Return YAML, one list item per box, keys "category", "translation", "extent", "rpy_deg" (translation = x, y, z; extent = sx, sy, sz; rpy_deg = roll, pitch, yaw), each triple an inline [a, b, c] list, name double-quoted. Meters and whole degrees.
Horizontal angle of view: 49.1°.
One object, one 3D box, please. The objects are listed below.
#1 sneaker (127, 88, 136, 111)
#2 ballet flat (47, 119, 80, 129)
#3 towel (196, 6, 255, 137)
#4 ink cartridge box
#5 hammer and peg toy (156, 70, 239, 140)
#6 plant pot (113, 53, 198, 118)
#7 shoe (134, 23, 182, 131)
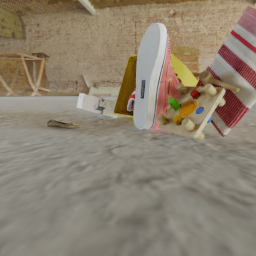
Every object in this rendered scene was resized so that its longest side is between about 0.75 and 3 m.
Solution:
- category: "sneaker"
  translation: [0.695, -0.594, 8.139]
  extent: [0.738, 1.165, 2.072]
  rpy_deg: [20, -21, 39]
- category: "ballet flat"
  translation: [-1.673, -0.103, 7.263]
  extent: [0.934, 0.217, 0.315]
  rpy_deg: [4, -1, 18]
- category: "towel"
  translation: [2.337, -1.174, 5.903]
  extent: [0.266, 2.335, 1.682]
  rpy_deg: [12, 36, -26]
- category: "ink cartridge box"
  translation: [-1.077, -0.814, 10.067]
  extent: [1.331, 0.572, 0.975]
  rpy_deg: [12, 3, -21]
- category: "hammer and peg toy"
  translation: [1.431, -0.579, 5.846]
  extent: [0.590, 1.672, 1.230]
  rpy_deg: [40, -11, -29]
- category: "plant pot"
  translation: [0.958, -1.062, 8.611]
  extent: [1.744, 1.977, 1.977]
  rpy_deg: [17, -2, -30]
- category: "shoe"
  translation: [0.868, -1.159, 6.790]
  extent: [1.135, 2.495, 0.891]
  rpy_deg: [1, 11, -29]
